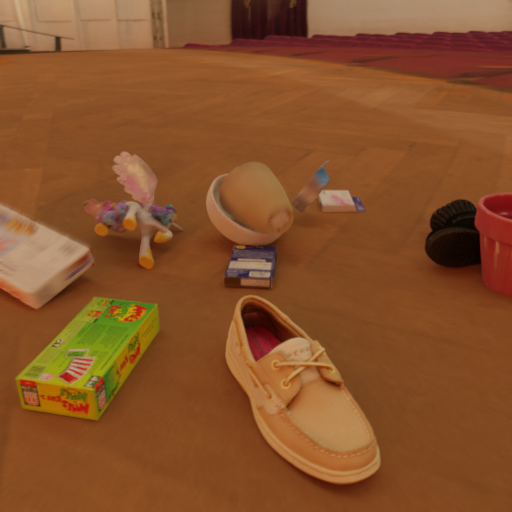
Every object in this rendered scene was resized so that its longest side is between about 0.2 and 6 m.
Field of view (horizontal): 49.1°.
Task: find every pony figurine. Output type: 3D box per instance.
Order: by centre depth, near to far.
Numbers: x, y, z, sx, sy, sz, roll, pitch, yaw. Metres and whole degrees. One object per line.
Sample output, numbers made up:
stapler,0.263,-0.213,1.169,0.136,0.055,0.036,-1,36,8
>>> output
pony figurine,-2.344,-0.794,10.766,1.906,1.644,1.974,36,21,-10

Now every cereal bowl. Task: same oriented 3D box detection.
cereal bowl,-0.247,-0.808,11.112,1.691,0.704,1.691,19,42,-18

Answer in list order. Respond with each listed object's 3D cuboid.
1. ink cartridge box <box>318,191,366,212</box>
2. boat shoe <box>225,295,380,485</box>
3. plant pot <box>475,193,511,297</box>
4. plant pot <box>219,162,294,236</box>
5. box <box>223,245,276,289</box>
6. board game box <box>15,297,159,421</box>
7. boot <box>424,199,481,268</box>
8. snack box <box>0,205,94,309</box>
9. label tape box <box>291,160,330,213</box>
ink cartridge box,1.981,-1.286,13.032,1.009,0.218,0.990,-1,25,1
boat shoe,0.390,1.391,6.579,1.059,0.994,2.874,-13,29,-26
plant pot,4.401,-0.148,9.293,1.569,1.405,1.569,-1,25,0
plant pot,0.123,-0.974,10.662,1.224,1.224,1.307,-13,37,-25
box,-0.073,0.168,9.999,0.828,0.221,1.366,3,26,5
board game box,-2.128,1.271,7.433,1.010,0.473,1.988,6,26,11
boot,3.727,-0.476,10.637,2.064,0.777,1.543,0,31,-24
snack box,-4.498,-0.207,9.901,3.468,0.422,1.247,22,50,30
label tape box,1.252,-1.469,11.823,0.348,1.052,0.754,41,29,2
